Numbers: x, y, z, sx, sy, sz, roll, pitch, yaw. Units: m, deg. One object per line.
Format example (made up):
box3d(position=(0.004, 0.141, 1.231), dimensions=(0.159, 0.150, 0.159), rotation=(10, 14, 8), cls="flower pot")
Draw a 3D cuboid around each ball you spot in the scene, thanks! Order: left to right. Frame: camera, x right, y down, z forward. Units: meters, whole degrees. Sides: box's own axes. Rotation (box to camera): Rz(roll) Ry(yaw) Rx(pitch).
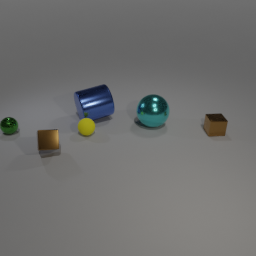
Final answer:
box3d(position=(-4.832, -0.100, 11.391), dimensions=(0.700, 0.700, 0.700), rotation=(0, 29, 0), cls="ball")
box3d(position=(-1.673, -0.049, 11.284), dimensions=(0.700, 0.700, 0.700), rotation=(0, 29, 0), cls="ball")
box3d(position=(1.053, -0.721, 11.826), dimensions=(1.400, 1.400, 1.400), rotation=(0, 29, 0), cls="ball")

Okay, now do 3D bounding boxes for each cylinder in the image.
box3d(position=(-1.487, -1.074, 12.253), dimensions=(1.400, 1.400, 1.400), rotation=(-18, 34, -18), cls="cylinder")

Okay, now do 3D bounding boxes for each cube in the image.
box3d(position=(-2.860, 0.436, 9.983), dimensions=(0.700, 0.700, 0.700), rotation=(-2, -5, -21), cls="cube")
box3d(position=(3.565, -0.129, 11.451), dimensions=(0.700, 0.700, 0.700), rotation=(-2, 29, -4), cls="cube")
